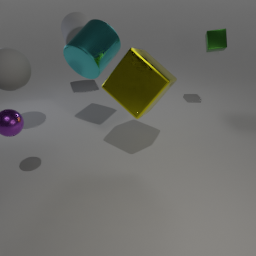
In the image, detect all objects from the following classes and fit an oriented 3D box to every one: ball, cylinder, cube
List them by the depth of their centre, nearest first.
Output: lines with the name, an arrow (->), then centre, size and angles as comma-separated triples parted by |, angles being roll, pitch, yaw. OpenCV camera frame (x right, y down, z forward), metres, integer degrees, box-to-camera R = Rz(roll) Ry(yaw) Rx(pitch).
ball -> -2.991, -0.128, 7.052 | 0.700, 0.700, 0.700 | 0, 29, 0
cube -> 0.367, -1.314, 8.153 | 1.400, 1.400, 1.400 | 43, 21, 5
cylinder -> -1.170, -2.588, 9.256 | 1.400, 1.400, 1.400 | 18, 60, 29
ball -> -3.936, -1.931, 9.266 | 1.400, 1.400, 1.400 | 0, 29, 0
cube -> 3.376, -3.350, 10.770 | 0.700, 0.700, 0.700 | -4, 5, 11
cylinder -> -2.146, -4.134, 12.300 | 1.400, 1.400, 1.400 | -9, 46, -16
